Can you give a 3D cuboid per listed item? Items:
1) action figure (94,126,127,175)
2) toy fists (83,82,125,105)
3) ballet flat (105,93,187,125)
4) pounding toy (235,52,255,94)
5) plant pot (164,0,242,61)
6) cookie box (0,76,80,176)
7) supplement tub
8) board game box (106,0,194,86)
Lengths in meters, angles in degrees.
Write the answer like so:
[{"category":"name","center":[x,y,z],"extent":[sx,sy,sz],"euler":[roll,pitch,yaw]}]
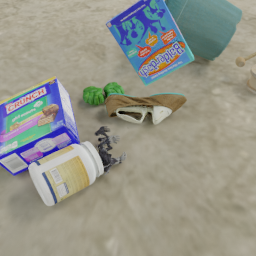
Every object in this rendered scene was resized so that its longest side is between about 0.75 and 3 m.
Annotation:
[{"category":"action figure","center":[-0.482,0.580,7.649],"extent":[0.784,0.913,1.537],"euler":[-15,38,-3]},{"category":"toy fists","center":[-0.858,-1.216,9.854],"extent":[1.479,0.509,0.754],"euler":[-13,45,-15]},{"category":"ballet flat","center":[0.553,-0.597,9.027],"extent":[2.656,0.901,0.961],"euler":[2,63,3]},{"category":"pounding toy","center":[5.172,-2.072,10.068],"extent":[2.526,1.449,1.444],"euler":[13,40,14]},{"category":"plant pot","center":[2.728,-4.354,11.385],"extent":[2.919,2.980,2.980],"euler":[26,45,-4]},{"category":"cookie box","center":[-2.640,-0.159,8.012],"extent":[2.062,0.906,2.410],"euler":[-26,44,1]},{"category":"supplement tub","center":[-1.502,1.075,6.922],"extent":[1.561,1.127,1.127],"euler":[-26,49,-25]},{"category":"board game box","center":[0.522,-1.988,6.357],"extent":[1.313,1.726,0.388],"euler":[-27,25,22]}]
